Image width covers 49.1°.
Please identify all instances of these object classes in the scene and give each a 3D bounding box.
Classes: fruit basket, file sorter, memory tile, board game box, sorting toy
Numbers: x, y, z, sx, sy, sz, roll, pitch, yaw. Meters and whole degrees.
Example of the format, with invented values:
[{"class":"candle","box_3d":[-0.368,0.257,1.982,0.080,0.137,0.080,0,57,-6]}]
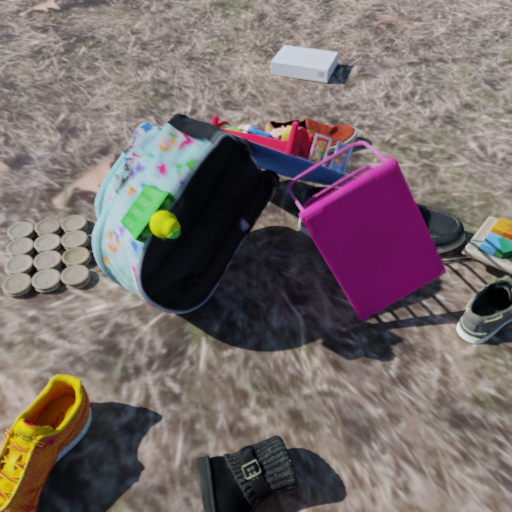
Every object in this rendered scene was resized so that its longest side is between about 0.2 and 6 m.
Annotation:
[{"class":"fruit basket","box_3d":[-1.394,-0.512,7.958,0.886,0.639,0.886,0,86,2]},{"class":"file sorter","box_3d":[1.823,-0.499,9.660,1.674,2.409,1.511,-31,31,6]},{"class":"memory tile","box_3d":[-4.151,-0.043,11.191,1.640,0.180,2.140,-10,44,-10]},{"class":"board game box","box_3d":[0.242,-2.280,11.210,3.950,0.769,3.120,15,2,-22]},{"class":"sorting toy","box_3d":[5.193,-0.123,10.797,1.901,0.375,2.053,26,36,25]}]

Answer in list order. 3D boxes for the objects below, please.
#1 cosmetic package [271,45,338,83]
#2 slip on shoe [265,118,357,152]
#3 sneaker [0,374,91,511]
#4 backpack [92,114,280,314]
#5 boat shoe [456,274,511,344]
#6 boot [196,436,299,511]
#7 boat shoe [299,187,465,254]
[{"class":"cosmetic package","box_3d":[1.497,-5.925,17.233,1.792,0.463,1.351,14,47,15]},{"class":"slip on shoe","box_3d":[1.363,-3.059,13.994,2.420,0.740,0.896,-3,42,-5]},{"class":"sneaker","box_3d":[-3.225,2.822,7.493,1.035,1.094,2.836,11,46,10]},{"class":"backpack","box_3d":[-1.363,-0.634,9.714,2.297,2.709,3.051,22,81,28]},{"class":"boat shoe","box_3d":[4.357,0.795,9.976,2.030,0.607,0.726,-31,52,-29]},{"class":"boot","box_3d":[-0.032,3.235,7.340,1.312,0.660,1.755,-8,43,-9]},{"class":"boat shoe","box_3d":[2.546,-0.873,11.335,3.361,1.114,1.256,11,46,14]}]
